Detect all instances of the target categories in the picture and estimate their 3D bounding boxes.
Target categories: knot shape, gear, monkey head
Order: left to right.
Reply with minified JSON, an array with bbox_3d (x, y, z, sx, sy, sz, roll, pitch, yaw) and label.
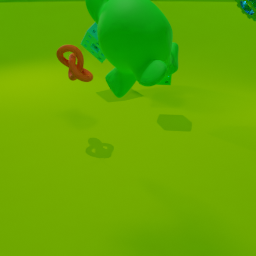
[{"bbox_3d":[-1.364,-1.627,7.009,0.500,1.012,1.081,-39,44,-15],"label":"knot shape"},{"bbox_3d":[-0.018,-0.945,3.402,1.001,1.196,1.662,11,41,-54],"label":"monkey head"},{"bbox_3d":[3.778,-3.817,8.724,0.202,1.091,1.091,-43,27,11],"label":"gear"}]

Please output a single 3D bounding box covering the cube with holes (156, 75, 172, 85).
[{"bbox_3d":[0.941,-1.850,8.492,0.769,0.769,0.769,3,48,5],"label":"cube with holes"}]

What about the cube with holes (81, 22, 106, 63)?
[{"bbox_3d":[-0.939,-3.415,10.712,1.103,1.103,1.103,-54,12,-21],"label":"cube with holes"}]
